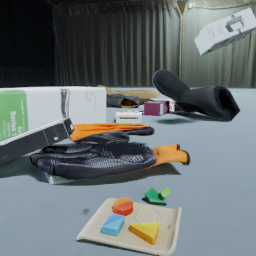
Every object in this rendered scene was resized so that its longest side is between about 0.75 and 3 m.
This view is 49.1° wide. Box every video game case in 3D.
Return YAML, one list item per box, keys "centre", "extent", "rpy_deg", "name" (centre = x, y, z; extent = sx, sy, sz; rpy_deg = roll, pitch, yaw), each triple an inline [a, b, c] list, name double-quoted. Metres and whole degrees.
- centre: [-0.710, 0.524, 4.332]
  extent: [1.156, 0.140, 1.269]
  rpy_deg: [-5, 11, -23]
  name: "video game case"

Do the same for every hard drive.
- centre: [-1.540, 0.229, 4.099]
  extent: [1.466, 0.277, 1.024]
  rpy_deg: [-22, 7, -3]
  name: "hard drive"

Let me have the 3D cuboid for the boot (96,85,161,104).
- centre: [-0.073, -1.699, 14.955]
  extent: [2.827, 0.935, 2.476]
  rpy_deg: [-6, 24, -25]
  name: "boot"

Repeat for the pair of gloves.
- centre: [-0.379, 0.271, 4.621]
  extent: [2.175, 0.302, 2.441]
  rpy_deg: [-2, 14, -12]
  name: "pair of gloves"

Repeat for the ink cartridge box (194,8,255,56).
- centre: [2.381, -2.337, 6.886]
  extent: [1.213, 0.510, 0.885]
  rpy_deg: [-23, -2, -7]
  name: "ink cartridge box"

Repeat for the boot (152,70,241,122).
- centre: [2.227, -1.208, 9.640]
  extent: [2.243, 0.893, 2.722]
  rpy_deg: [35, -1, -21]
  name: "boot"

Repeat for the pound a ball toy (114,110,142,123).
- centre: [-0.025, -0.375, 8.736]
  extent: [0.910, 0.387, 0.594]
  rpy_deg: [1, 10, 5]
  name: "pound a ball toy"

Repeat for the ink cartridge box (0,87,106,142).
- centre: [-2.113, -0.473, 7.140]
  extent: [2.646, 1.116, 1.933]
  rpy_deg: [-7, 12, -35]
  name: "ink cartridge box"

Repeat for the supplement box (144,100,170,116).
- centre: [1.115, -0.771, 10.670]
  extent: [0.626, 0.486, 1.135]
  rpy_deg: [5, 11, 28]
  name: "supplement box"

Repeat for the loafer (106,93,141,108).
- centre: [-0.331, -1.233, 12.952]
  extent: [1.820, 0.663, 0.658]
  rpy_deg: [0, 14, 6]
  name: "loafer"

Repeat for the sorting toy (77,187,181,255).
- centre: [0.092, 0.797, 2.717]
  extent: [0.822, 0.164, 1.112]
  rpy_deg: [2, 11, 14]
  name: "sorting toy"

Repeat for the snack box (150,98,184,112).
- centre: [1.974, -1.064, 12.672]
  extent: [1.073, 0.363, 2.986]
  rpy_deg: [-3, 10, -14]
  name: "snack box"
